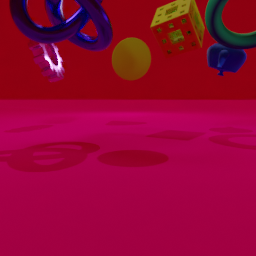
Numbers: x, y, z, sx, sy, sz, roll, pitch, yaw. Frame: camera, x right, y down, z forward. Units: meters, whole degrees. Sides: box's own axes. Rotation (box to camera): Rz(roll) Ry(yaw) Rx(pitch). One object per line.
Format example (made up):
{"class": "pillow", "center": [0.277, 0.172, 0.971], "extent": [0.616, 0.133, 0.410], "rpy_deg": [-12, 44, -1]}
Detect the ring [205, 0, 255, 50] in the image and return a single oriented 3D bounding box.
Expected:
{"class": "ring", "center": [2.910, -2.786, 6.775], "extent": [2.020, 0.404, 2.020], "rpy_deg": [8, -38, 6]}

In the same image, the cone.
{"class": "cone", "center": [-0.117, -2.718, 10.903], "extent": [1.528, 1.528, 1.534], "rpy_deg": [-2, 18, -21]}

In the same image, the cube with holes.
{"class": "cube with holes", "center": [1.400, -2.780, 7.737], "extent": [1.046, 1.046, 1.046], "rpy_deg": [-11, 43, 31]}

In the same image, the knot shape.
{"class": "knot shape", "center": [-1.267, -2.335, 5.405], "extent": [1.924, 2.056, 0.950], "rpy_deg": [-6, 49, -12]}

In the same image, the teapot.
{"class": "teapot", "center": [2.870, -2.002, 8.331], "extent": [1.142, 0.900, 1.837], "rpy_deg": [18, 14, 20]}

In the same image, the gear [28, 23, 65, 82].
{"class": "gear", "center": [-2.577, -2.356, 8.891], "extent": [0.329, 1.779, 1.779], "rpy_deg": [-18, 4, 7]}
